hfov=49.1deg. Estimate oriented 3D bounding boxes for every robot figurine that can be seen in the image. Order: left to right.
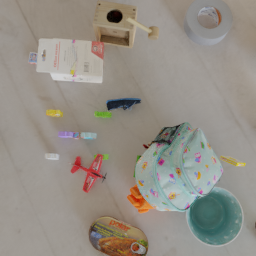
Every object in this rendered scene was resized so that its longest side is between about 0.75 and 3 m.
[{"bbox_3d":[0.725,2.460,10.079,1.574,0.918,1.132,8,70,-37],"label":"robot figurine"}]

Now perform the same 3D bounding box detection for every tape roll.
[{"bbox_3d":[3.286,-4.412,11.585,1.888,0.624,1.888,0,81,0],"label":"tape roll"}]

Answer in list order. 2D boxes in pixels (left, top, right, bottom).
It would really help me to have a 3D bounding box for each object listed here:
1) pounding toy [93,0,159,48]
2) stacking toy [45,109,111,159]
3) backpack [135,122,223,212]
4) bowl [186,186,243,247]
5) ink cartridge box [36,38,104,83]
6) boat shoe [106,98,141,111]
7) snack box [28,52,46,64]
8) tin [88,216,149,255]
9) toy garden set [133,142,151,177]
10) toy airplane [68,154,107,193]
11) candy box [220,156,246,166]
[{"bbox_3d":[0.005,-4.079,10.727,2.481,2.180,1.135,9,80,2],"label":"pounding toy"},{"bbox_3d":[-1.937,0.261,10.806,2.525,0.593,1.904,1,80,0],"label":"stacking toy"},{"bbox_3d":[1.650,1.380,9.240,2.706,2.075,2.379,-41,108,-29],"label":"backpack"},{"bbox_3d":[2.972,3.089,10.082,1.990,1.041,1.990,0,81,0],"label":"bowl"},{"bbox_3d":[-2.231,-2.653,11.071,2.495,0.842,1.453,3,80,-6],"label":"ink cartridge box"},{"bbox_3d":[-0.165,-0.928,11.024,1.372,0.577,0.471,-5,99,-3],"label":"boat shoe"},{"bbox_3d":[-3.428,-2.829,11.549,1.288,0.157,0.463,6,80,1],"label":"snack box"},{"bbox_3d":[-0.340,4.039,10.241,2.240,0.469,1.254,23,85,4],"label":"tin"},{"bbox_3d":[0.924,1.166,10.296,1.762,0.352,1.469,17,82,-40],"label":"toy garden set"},{"bbox_3d":[-1.564,1.640,10.714,1.563,0.288,1.563,0,86,3],"label":"toy airplane"},{"bbox_3d":[3.515,1.106,9.368,0.579,1.133,0.150,27,99,35],"label":"candy box"}]
